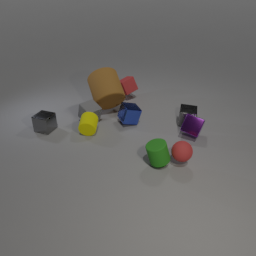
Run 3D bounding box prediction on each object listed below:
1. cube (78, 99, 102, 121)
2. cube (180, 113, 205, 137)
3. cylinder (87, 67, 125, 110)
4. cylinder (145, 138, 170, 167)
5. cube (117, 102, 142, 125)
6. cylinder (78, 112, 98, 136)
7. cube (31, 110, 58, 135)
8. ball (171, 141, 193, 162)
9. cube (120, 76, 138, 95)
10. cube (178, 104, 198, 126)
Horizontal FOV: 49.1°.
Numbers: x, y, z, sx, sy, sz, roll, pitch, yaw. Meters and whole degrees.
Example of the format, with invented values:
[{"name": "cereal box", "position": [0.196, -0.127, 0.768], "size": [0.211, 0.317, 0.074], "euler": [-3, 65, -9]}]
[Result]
[{"name": "cube", "position": [-1.619, -0.671, 11.867], "size": [0.700, 0.700, 0.700], "euler": [-26, 57, -35]}, {"name": "cube", "position": [2.522, -0.115, 10.856], "size": [0.700, 0.700, 0.700], "euler": [24, 10, 15]}, {"name": "cylinder", "position": [-0.980, -1.764, 12.613], "size": [1.400, 1.400, 1.400], "euler": [-12, 68, -20]}, {"name": "cylinder", "position": [0.992, 0.815, 9.236], "size": [0.700, 0.700, 0.700], "euler": [-14, 31, 8]}, {"name": "cube", "position": [0.061, -0.616, 11.847], "size": [0.700, 0.700, 0.700], "euler": [3, 30, -28]}, {"name": "cylinder", "position": [-1.576, -0.167, 11.162], "size": [0.700, 0.700, 0.700], "euler": [2, 44, 4]}, {"name": "cube", "position": [-3.393, -0.235, 11.420], "size": [0.700, 0.700, 0.700], "euler": [11, 31, 19]}, {"name": "ball", "position": [1.780, 0.770, 9.229], "size": [0.700, 0.700, 0.700], "euler": [0, 30, 0]}, {"name": "cube", "position": [-0.035, -2.137, 14.071], "size": [0.700, 0.700, 0.700], "euler": [-31, 22, -17]}, {"name": "cube", "position": [2.508, -0.509, 11.783], "size": [0.700, 0.700, 0.700], "euler": [9, 39, 9]}]
